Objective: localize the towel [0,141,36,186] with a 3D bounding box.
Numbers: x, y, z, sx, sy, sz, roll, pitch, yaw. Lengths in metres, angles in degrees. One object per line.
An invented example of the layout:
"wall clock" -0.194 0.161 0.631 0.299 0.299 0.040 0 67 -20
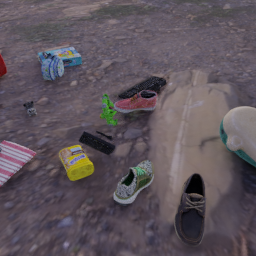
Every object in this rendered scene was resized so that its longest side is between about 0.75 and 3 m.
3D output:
"towel" -3.784 1.106 8.313 1.289 0.263 1.761 16 42 22

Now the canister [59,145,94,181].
"canister" -1.548 0.995 8.275 0.763 0.444 1.027 -18 39 -22

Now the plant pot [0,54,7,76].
"plant pot" -6.516 -2.870 12.561 1.613 1.613 1.469 28 52 33

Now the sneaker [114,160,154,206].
"sneaker" 0.229 1.312 7.574 0.648 0.747 1.686 20 41 24

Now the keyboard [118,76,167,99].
"keyboard" 0.791 -1.808 12.045 1.269 0.483 2.438 27 45 32

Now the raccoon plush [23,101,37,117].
"raccoon plush" -3.710 -0.728 10.805 0.400 0.554 0.827 -21 7 -4

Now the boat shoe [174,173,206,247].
"boat shoe" 1.532 1.879 6.829 0.731 0.720 1.963 6 37 8

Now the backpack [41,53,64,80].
"backpack" -3.456 -2.740 12.854 0.810 1.009 1.103 7 42 10

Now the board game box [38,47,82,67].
"board game box" -3.530 -3.607 14.484 1.916 0.450 1.446 -16 39 -21

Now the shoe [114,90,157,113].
"shoe" 0.295 -1.051 10.679 1.638 0.745 0.585 -3 54 -6

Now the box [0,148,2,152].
"box" -4.853 0.260 7.993 1.650 1.637 1.017 -31 36 -26

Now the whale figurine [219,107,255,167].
"whale figurine" 3.738 0.538 8.524 1.926 1.256 2.421 -9 61 -19

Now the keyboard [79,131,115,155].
"keyboard" -0.887 0.398 8.540 1.097 0.697 0.113 25 27 -14

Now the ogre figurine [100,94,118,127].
"ogre figurine" -0.656 -0.541 9.604 0.570 1.161 0.696 4 23 6
